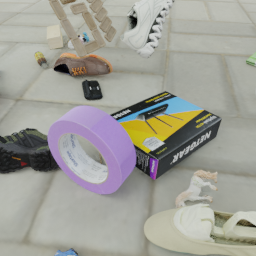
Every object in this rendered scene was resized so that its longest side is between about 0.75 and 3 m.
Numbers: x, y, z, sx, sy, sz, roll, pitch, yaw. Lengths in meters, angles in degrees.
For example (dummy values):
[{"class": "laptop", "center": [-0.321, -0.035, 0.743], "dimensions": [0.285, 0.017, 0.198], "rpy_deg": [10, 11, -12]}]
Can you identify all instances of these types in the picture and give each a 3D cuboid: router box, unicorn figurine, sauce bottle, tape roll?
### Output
[{"class": "router box", "center": [0.895, 0.014, 7.637], "dimensions": [2.084, 0.713, 2.794], "rpy_deg": [32, 43, 33]}, {"class": "unicorn figurine", "center": [1.494, 1.413, 6.135], "dimensions": [0.790, 1.150, 0.425], "rpy_deg": [11, 8, -5]}, {"class": "sauce bottle", "center": [-3.599, -2.816, 11.659], "dimensions": [0.381, 0.381, 1.177], "rpy_deg": [-18, 42, -21]}, {"class": "tape roll", "center": [-0.817, 0.512, 6.184], "dimensions": [1.965, 1.965, 0.645], "rpy_deg": [21, 43, 24]}]

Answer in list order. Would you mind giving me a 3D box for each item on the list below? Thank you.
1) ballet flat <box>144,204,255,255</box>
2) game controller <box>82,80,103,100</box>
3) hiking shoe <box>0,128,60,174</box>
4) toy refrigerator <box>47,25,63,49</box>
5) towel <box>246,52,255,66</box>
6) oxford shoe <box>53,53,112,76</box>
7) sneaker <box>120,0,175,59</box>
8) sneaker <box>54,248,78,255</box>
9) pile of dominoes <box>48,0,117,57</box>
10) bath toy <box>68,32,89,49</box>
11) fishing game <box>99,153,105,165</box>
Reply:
[{"class": "ballet flat", "center": [1.762, 1.876, 5.309], "dimensions": [2.905, 1.009, 1.009], "rpy_deg": [6, 39, 7]}, {"class": "game controller", "center": [-1.286, -1.368, 9.998], "dimensions": [0.637, 0.257, 1.220], "rpy_deg": [4, 37, -19]}, {"class": "hiking shoe", "center": [-2.788, 0.519, 7.228], "dimensions": [2.374, 0.899, 1.195], "rpy_deg": [6, 28, -5]}, {"class": "toy refrigerator", "center": [-3.508, -4.373, 13.462], "dimensions": [0.633, 0.583, 1.666], "rpy_deg": [-14, 39, -6]}, {"class": "towel", "center": [6.142, -2.704, 11.374], "dimensions": [1.560, 0.321, 2.092], "rpy_deg": [-37, 48, -20]}, {"class": "oxford shoe", "center": [-1.743, -2.258, 10.696], "dimensions": [2.418, 0.862, 0.882], "rpy_deg": [10, 48, 25]}, {"class": "sneaker", "center": [0.686, -3.787, 9.014], "dimensions": [1.200, 1.113, 2.962], "rpy_deg": [23, 79, -16]}, {"class": "sneaker", "center": [-0.996, 2.400, 5.162], "dimensions": [0.795, 0.312, 0.355], "rpy_deg": [7, 42, 9]}, {"class": "pile of dominoes", "center": [-1.531, -3.643, 8.856], "dimensions": [0.411, 2.579, 2.010], "rpy_deg": [-15, 17, 47]}, {"class": "bath toy", "center": [-2.386, -4.140, 13.250], "dimensions": [0.540, 0.459, 1.243], "rpy_deg": [21, 44, 25]}, {"class": "fishing game", "center": [-0.005, 0.604, 7.485], "dimensions": [1.568, 0.244, 1.123], "rpy_deg": [-2, 41, -3]}]
